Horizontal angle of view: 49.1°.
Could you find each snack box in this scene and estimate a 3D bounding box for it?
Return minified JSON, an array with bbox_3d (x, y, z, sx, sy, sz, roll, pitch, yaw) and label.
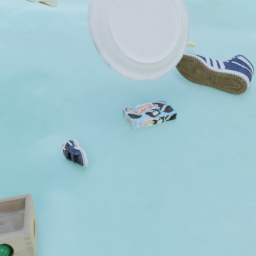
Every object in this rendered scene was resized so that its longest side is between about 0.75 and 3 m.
[{"bbox_3d":[0.658,-0.438,8.558,1.473,0.273,0.856,-14,38,-18],"label":"snack box"}]

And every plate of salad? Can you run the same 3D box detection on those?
[{"bbox_3d":[0.304,-2.531,6.834,2.747,2.747,0.660,-18,13,-23],"label":"plate of salad"}]

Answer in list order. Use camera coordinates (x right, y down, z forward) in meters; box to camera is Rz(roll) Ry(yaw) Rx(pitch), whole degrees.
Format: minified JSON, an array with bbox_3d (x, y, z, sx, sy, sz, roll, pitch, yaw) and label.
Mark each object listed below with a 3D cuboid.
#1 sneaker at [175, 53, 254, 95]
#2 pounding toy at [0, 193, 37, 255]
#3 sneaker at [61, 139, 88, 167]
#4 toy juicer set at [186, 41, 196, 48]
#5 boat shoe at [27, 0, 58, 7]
[{"bbox_3d":[3.238,-2.256,10.395,2.827,0.991,1.533,28,49,23],"label":"sneaker"},{"bbox_3d":[-2.244,2.016,4.854,1.219,0.941,1.324,-8,27,-14],"label":"pounding toy"},{"bbox_3d":[-1.347,0.655,6.945,0.441,0.435,1.109,-12,27,-24],"label":"sneaker"},{"bbox_3d":[2.142,-3.919,13.055,1.745,0.746,2.743,3,28,-25],"label":"toy juicer set"},{"bbox_3d":[-1.691,-2.553,4.936,0.552,0.540,1.558,31,23,3],"label":"boat shoe"}]
